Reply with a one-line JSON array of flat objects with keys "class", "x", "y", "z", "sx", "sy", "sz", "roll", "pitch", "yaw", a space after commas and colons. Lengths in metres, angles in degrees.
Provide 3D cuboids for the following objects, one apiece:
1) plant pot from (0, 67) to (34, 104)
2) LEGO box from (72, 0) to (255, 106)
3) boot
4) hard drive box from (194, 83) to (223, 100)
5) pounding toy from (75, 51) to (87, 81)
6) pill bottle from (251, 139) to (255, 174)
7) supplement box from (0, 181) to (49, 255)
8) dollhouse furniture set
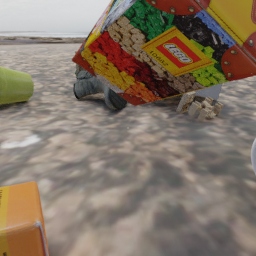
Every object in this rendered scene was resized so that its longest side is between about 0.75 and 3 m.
[{"class": "plant pot", "x": -3.897, "y": -1.367, "z": 9.114, "sx": 1.449, "sy": 1.449, "sz": 1.332, "roll": 16, "pitch": 14, "yaw": 38}, {"class": "LEGO box", "x": 0.765, "y": -1.722, "z": 3.046, "sx": 1.056, "sy": 2.737, "sz": 2.038, "roll": 35, "pitch": -18, "yaw": -21}, {"class": "boot", "x": -1.016, "y": -1.307, "z": 9.503, "sx": 1.801, "sy": 0.933, "sz": 2.757, "roll": -20, "pitch": 38, "yaw": 15}, {"class": "hard drive box", "x": 1.708, "y": -1.729, "z": 9.602, "sx": 2.474, "sy": 0.950, "sz": 1.928, "roll": 5, "pitch": 13, "yaw": -38}, {"class": "pounding toy", "x": -1.577, "y": -2.425, "z": 11.657, "sx": 1.555, "sy": 1.432, "sz": 1.106, "roll": 3, "pitch": 20, "yaw": 7}, {"class": "pill bottle", "x": 3.132, "y": 0.319, "z": 4.416, "sx": 2.258, "sy": 1.177, "sz": 1.177, "roll": -12, "pitch": 23, "yaw": -28}, {"class": "supplement box", "x": -2.051, "y": 1.227, "z": 2.389, "sx": 2.614, "sy": 0.899, "sz": 0.870, "roll": -10, "pitch": 20, "yaw": -19}, {"class": "dollhouse furniture set", "x": 1.978, "y": -0.530, "z": 7.979, "sx": 1.008, "sy": 0.656, "sz": 0.926, "roll": 39, "pitch": 39, "yaw": 28}]
